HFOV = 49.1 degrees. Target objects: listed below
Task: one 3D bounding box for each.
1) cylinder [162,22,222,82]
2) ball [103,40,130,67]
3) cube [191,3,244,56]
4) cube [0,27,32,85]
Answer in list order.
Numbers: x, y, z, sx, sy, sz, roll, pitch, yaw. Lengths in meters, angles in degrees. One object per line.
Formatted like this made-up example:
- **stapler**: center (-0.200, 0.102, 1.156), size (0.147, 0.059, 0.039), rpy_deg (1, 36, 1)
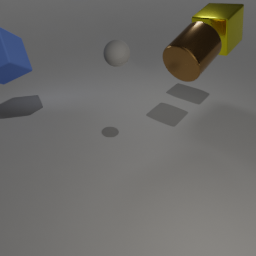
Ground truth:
- **cylinder**: center (2.077, -2.469, 9.117), size (1.400, 1.400, 1.400), rpy_deg (26, 63, 35)
- **ball**: center (-0.297, -1.968, 7.394), size (0.700, 0.700, 0.700), rpy_deg (0, 32, 0)
- **cube**: center (3.395, -3.758, 10.607), size (1.400, 1.400, 1.400), rpy_deg (21, 52, 36)
- **cube**: center (-4.639, -2.578, 10.199), size (1.400, 1.400, 1.400), rpy_deg (-22, -5, 13)
